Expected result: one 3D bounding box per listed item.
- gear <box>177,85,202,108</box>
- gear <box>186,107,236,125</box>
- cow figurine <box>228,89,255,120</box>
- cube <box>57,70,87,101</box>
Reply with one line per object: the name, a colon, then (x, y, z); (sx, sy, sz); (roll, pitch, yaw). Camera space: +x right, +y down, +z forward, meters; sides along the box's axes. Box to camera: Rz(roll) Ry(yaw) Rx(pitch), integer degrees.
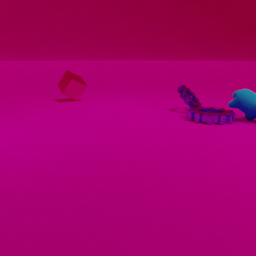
gear: (2.342, -1.140, 10.642); (0.211, 1.143, 1.143); (-42, -6, 29)
gear: (2.766, -0.439, 9.372); (1.552, 0.287, 1.552); (1, 15, 0)
cow figurine: (4.127, -0.737, 8.776); (1.566, 0.860, 1.541); (30, -11, -6)
cube: (-2.578, -1.957, 12.949); (0.886, 0.886, 0.886); (22, 24, -41)
